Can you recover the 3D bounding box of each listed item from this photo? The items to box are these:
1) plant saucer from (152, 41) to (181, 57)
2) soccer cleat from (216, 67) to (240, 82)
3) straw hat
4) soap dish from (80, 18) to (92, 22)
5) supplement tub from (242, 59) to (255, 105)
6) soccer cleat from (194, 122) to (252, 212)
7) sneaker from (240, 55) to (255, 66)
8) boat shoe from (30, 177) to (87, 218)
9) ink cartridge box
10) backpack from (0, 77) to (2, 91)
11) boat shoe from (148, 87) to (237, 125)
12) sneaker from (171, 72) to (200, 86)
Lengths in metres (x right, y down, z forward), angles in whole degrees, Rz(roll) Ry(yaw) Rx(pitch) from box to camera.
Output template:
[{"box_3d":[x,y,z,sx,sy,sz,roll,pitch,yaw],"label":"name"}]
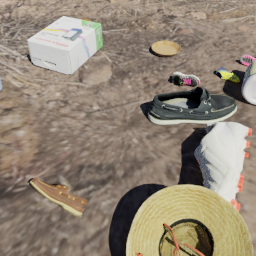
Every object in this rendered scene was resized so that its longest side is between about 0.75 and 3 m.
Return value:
[{"box_3d":[1.396,-2.870,10.255,1.069,0.189,1.069,0,43,0],"label":"plant saucer"},{"box_3d":[3.196,-1.649,8.983,0.344,0.266,0.823,-46,59,-2],"label":"soccer cleat"},{"box_3d":[0.944,2.009,4.627,1.994,0.844,1.994,-5,52,6],"label":"straw hat"},{"box_3d":[-1.911,-4.272,11.645,0.609,0.314,0.774,26,50,25],"label":"soap dish"},{"box_3d":[3.899,-1.403,8.116,1.006,1.006,1.388,17,45,17],"label":"supplement tub"},{"box_3d":[1.867,0.853,5.869,1.105,0.987,2.848,8,39,24],"label":"soccer cleat"},{"box_3d":[4.306,-2.318,9.639,0.905,0.357,0.432,12,23,11],"label":"sneaker"},{"box_3d":[-1.282,1.233,5.260,1.156,0.416,0.390,36,72,-13],"label":"boat shoe"},{"box_3d":[-2.109,-2.936,9.761,1.614,0.972,2.221,18,48,17],"label":"ink cartridge box"},{"box_3d":[-4.343,-1.338,7.939,1.080,1.402,1.336,37,57,17],"label":"backpack"},{"box_3d":[1.790,-0.702,7.499,2.502,0.830,0.935,-3,44,-3],"label":"boat shoe"},{"box_3d":[1.745,-1.455,8.666,0.937,0.346,0.410,22,49,27],"label":"sneaker"}]
